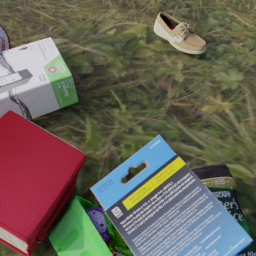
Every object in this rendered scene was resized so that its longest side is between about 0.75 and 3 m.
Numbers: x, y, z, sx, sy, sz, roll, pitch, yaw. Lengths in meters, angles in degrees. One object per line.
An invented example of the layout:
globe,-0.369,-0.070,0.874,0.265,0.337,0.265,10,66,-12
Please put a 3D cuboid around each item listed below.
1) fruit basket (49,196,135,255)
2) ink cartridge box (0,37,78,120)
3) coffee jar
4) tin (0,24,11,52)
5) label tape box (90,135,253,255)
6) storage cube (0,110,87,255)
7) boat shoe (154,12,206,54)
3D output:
fruit basket,-0.119,2.012,5.081,2.064,1.489,2.064,-7,64,14
ink cartridge box,-2.913,-1.189,7.578,2.556,1.074,1.859,-23,56,-14
coffee jar,1.667,1.852,5.312,1.266,1.036,2.428,-9,54,-3
tin,-4.461,-2.493,7.728,0.555,2.651,1.484,2,91,31
label tape box,0.614,1.390,4.495,1.497,0.657,2.076,-37,68,-5
storage cube,-2.058,1.064,5.246,1.969,1.683,1.770,31,54,2
boat shoe,1.656,-3.066,9.012,2.025,0.672,0.749,36,59,23
